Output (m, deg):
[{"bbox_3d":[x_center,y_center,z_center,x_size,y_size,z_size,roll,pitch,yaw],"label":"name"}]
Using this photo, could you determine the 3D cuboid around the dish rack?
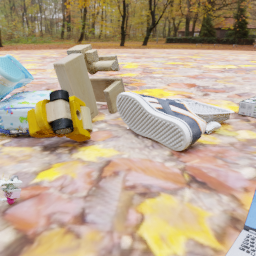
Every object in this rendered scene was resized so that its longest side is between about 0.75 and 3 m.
[{"bbox_3d":[2.180,-0.568,9.614,1.978,0.502,2.305,-4,18,-37],"label":"dish rack"}]

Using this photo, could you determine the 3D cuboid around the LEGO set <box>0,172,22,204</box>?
[{"bbox_3d":[-3.223,1.063,5.185,2.471,0.920,1.137,6,-15,31],"label":"LEGO set"}]

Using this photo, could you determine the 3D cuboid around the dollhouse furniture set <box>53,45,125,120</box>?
[{"bbox_3d":[-1.909,-1.549,10.192,2.299,2.683,2.822,6,34,30],"label":"dollhouse furniture set"}]

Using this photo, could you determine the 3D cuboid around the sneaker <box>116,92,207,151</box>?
[{"bbox_3d":[0.911,-0.310,8.200,1.169,1.155,2.944,-21,39,-35],"label":"sneaker"}]

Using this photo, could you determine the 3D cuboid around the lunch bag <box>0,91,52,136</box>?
[{"bbox_3d":[-2.917,-0.551,9.041,1.973,1.012,2.455,-1,19,0],"label":"lunch bag"}]

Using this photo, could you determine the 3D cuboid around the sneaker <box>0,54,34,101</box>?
[{"bbox_3d":[-4.227,-1.367,9.035,1.894,1.154,2.901,-42,9,5],"label":"sneaker"}]

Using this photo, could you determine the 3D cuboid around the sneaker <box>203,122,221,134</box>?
[{"bbox_3d":[2.431,0.047,8.524,0.877,0.327,0.382,-10,33,-9],"label":"sneaker"}]

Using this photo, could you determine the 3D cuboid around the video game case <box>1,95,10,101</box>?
[{"bbox_3d":[-5.695,-1.193,12.226,1.046,0.128,1.464,18,26,41],"label":"video game case"}]

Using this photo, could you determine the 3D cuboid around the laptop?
[{"bbox_3d":[2.162,1.429,3.727,1.284,0.795,1.371,15,24,38],"label":"laptop"}]

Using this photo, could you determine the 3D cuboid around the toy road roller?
[{"bbox_3d":[-1.837,-0.210,7.448,1.272,1.071,1.742,-16,-16,17],"label":"toy road roller"}]

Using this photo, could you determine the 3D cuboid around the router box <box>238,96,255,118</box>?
[{"bbox_3d":[5.355,-0.674,10.106,1.568,0.537,2.103,-17,25,-40],"label":"router box"}]
